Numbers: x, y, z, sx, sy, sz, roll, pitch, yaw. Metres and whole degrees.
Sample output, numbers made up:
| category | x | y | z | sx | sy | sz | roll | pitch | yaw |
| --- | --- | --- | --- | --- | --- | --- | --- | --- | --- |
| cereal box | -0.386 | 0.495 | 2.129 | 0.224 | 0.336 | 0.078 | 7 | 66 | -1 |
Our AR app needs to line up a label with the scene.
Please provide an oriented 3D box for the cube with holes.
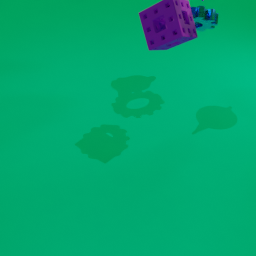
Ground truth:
| category | x | y | z | sx | sy | sz | roll | pitch | yaw |
| --- | --- | --- | --- | --- | --- | --- | --- | --- | --- |
| cube with holes | 0.794 | -1.999 | 5.457 | 0.741 | 0.741 | 0.741 | -12 | 6 | 38 |

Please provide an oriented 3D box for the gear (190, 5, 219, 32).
| category | x | y | z | sx | sy | sz | roll | pitch | yaw |
| --- | --- | --- | --- | --- | --- | --- | --- | --- | --- |
| gear | 1.523 | -2.742 | 7.094 | 1.438 | 0.266 | 1.438 | 4 | 6 | 0 |
